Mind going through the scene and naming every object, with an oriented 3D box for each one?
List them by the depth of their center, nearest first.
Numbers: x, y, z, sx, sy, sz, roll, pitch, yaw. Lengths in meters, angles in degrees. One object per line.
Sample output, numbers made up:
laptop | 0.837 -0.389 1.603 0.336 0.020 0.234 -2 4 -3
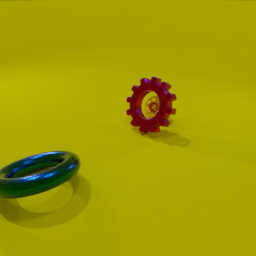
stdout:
ring | -1.905 0.917 5.862 1.850 0.370 1.850 -11 13 2
gear | 0.637 -0.652 8.050 1.589 1.589 0.294 24 14 38
ball | 0.905 -0.656 9.008 0.766 0.766 0.766 0 27 0
